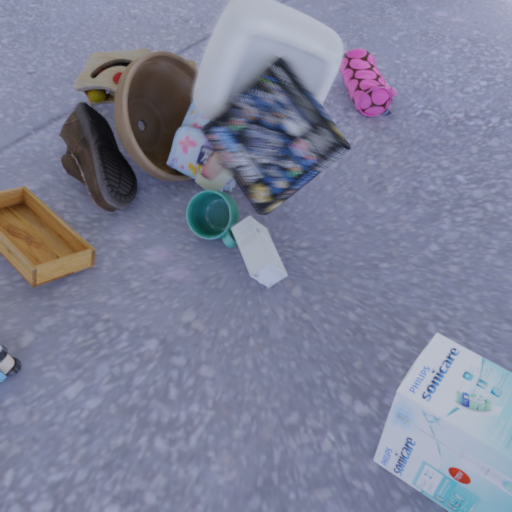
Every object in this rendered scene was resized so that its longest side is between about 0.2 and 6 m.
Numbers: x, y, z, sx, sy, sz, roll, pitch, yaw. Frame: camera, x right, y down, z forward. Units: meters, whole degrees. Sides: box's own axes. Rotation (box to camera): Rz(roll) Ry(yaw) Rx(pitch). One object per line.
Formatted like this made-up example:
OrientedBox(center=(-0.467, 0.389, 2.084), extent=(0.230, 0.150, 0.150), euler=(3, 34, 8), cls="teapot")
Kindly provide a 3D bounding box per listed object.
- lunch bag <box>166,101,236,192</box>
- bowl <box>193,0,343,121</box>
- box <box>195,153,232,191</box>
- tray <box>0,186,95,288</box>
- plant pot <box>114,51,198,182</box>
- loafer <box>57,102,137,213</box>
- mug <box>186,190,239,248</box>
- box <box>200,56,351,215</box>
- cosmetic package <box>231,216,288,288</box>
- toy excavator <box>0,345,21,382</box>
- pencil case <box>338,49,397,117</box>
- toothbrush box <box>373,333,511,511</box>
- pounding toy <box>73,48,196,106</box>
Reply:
OrientedBox(center=(-0.838, -2.364, 11.630), extent=(1.509, 1.131, 1.779), euler=(25, 78, 0), cls="lunch bag")
OrientedBox(center=(0.253, -3.189, 10.209), extent=(2.439, 2.442, 0.912), euler=(15, 32, -21), cls="bowl")
OrientedBox(center=(-0.703, -1.709, 10.872), extent=(0.484, 0.889, 0.568), euler=(37, 32, -17), cls="box")
OrientedBox(center=(-4.207, -0.420, 10.351), extent=(2.458, 0.455, 1.212), euler=(36, 39, 28), cls="tray")
OrientedBox(center=(-2.079, -2.821, 11.780), extent=(1.201, 2.602, 2.602), euler=(-2, 38, 40), cls="plant pot")
OrientedBox(center=(-3.403, -1.912, 11.768), extent=(1.107, 1.139, 3.118), euler=(-39, 50, 15), cls="loafer")
OrientedBox(center=(-0.773, -0.682, 10.603), extent=(0.900, 1.095, 0.677), euler=(-3, 4, 17), cls="mug")
OrientedBox(center=(0.282, -1.973, 9.384), extent=(1.893, 1.878, 0.470), euler=(56, 23, 11), cls="box")
OrientedBox(center=(0.050, -0.073, 9.928), extent=(0.466, 0.648, 1.148), euler=(-36, 56, 15), cls="cosmetic package")
OrientedBox(center=(-4.436, 1.735, 8.496), extent=(1.176, 0.604, 1.209), euler=(26, 61, 24), cls="toy excavator")
OrientedBox(center=(2.753, -4.388, 14.036), extent=(0.999, 0.967, 2.132), euler=(-30, 46, 20), cls="pencil case")
OrientedBox(center=(2.944, 2.449, 6.823), extent=(2.625, 1.922, 1.120), euler=(30, 54, 25), cls="toothbrush box")
OrientedBox(center=(-2.840, -3.954, 13.777), extent=(2.786, 1.598, 1.593), euler=(1, 74, 14), cls="pounding toy")
